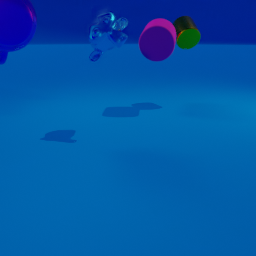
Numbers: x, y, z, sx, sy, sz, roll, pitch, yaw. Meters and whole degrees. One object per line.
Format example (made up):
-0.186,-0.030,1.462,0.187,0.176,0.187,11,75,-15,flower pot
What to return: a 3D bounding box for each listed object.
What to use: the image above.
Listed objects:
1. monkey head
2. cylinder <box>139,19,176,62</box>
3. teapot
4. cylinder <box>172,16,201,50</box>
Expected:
-0.466,-2.398,7.434,1.121,1.559,0.939,37,-3,16,monkey head
1.079,-3.153,10.003,1.229,1.229,1.229,3,32,10,cylinder
-2.558,-2.300,5.695,1.270,2.042,1.000,-5,25,-38,teapot
2.215,-3.665,10.772,0.926,0.926,0.926,-3,51,-9,cylinder
